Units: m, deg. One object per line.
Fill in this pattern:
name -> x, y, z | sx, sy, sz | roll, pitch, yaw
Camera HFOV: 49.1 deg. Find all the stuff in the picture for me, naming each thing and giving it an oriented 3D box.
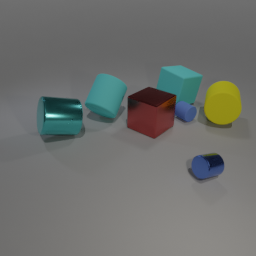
cube -> 2.333, -1.975, 12.985 | 1.400, 1.400, 1.400 | -14, 38, -39
cylinder -> 2.401, 1.130, 8.428 | 0.700, 0.700, 0.700 | -4, 27, -34
cube -> 0.932, -0.657, 11.148 | 1.400, 1.400, 1.400 | 23, 37, 34
cylinder -> 3.871, -1.053, 11.468 | 1.400, 1.400, 1.400 | 9, 29, 15
cylinder -> -0.917, -1.327, 11.766 | 1.400, 1.400, 1.400 | 15, 75, 25
cylinder -> 2.442, -0.711, 11.950 | 0.700, 0.700, 0.700 | -19, 35, -30
cylinder -> -2.570, -0.437, 10.463 | 1.400, 1.400, 1.400 | 2, 26, -28
